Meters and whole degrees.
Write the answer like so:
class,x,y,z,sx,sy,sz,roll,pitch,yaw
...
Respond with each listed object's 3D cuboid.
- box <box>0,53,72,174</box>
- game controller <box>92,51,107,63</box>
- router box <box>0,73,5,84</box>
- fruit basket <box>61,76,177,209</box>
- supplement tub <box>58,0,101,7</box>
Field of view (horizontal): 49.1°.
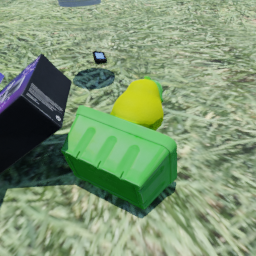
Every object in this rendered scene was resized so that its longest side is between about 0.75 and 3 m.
class,x,y,z,sx,sy,sz,roll,pitch,yaw
box,-2.533,-0.155,6.048,2.584,1.019,1.824,-34,30,20
game controller,-1.154,-2.898,11.369,0.505,0.204,0.968,-8,39,-10
router box,-3.943,0.151,5.739,2.593,0.706,2.890,-38,32,20
fruit basket,0.044,0.157,6.040,2.497,1.801,2.497,-5,50,6
supplement tub,-1.476,-4.565,7.811,1.490,2.060,1.490,-3,31,2
